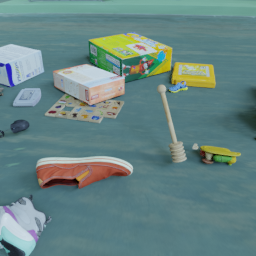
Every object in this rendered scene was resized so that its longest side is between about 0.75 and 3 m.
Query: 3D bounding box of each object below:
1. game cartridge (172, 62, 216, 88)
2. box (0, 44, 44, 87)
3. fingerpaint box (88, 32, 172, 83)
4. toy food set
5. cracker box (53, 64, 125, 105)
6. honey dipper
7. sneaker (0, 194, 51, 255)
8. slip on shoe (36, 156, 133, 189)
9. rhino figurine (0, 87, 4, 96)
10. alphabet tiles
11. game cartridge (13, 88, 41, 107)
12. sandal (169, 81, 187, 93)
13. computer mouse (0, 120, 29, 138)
[{"bbox_3d":[2.593,-2.131,11.113,1.617,0.298,1.835,6,32,9],"label":"game cartridge"},{"bbox_3d":[-4.619,-2.519,11.087,1.678,0.957,1.825,18,36,24],"label":"box"},{"bbox_3d":[0.031,-3.065,11.848,2.389,1.050,2.864,-20,39,-27],"label":"fingerpaint box"},{"bbox_3d":[2.090,0.680,6.755,1.139,0.372,0.670,9,10,10],"label":"toy food set"},{"bbox_3d":[-1.395,-1.594,9.831,1.498,0.645,2.237,-23,36,-37],"label":"cracker box"},{"bbox_3d":[0.972,-0.107,6.382,0.341,1.797,0.341,-14,7,2],"label":"honey dipper"},{"bbox_3d":[-2.204,1.581,5.119,1.656,0.644,1.159,19,35,11],"label":"sneaker"},{"bbox_3d":[-0.918,0.993,6.012,2.061,0.763,0.631,0,63,-8],"label":"slip on shoe"},{"bbox_3d":[-4.584,-1.211,9.669,0.465,0.318,1.064,-2,31,-4],"label":"rhino figurine"},{"bbox_3d":[-1.304,-0.724,9.134,2.173,0.082,1.816,8,33,12],"label":"alphabet tiles"},{"bbox_3d":[-3.366,-1.039,9.507,0.738,0.230,1.109,3,33,-3],"label":"game cartridge"},{"bbox_3d":[1.808,-1.501,10.104,0.769,0.335,0.305,-18,39,-23],"label":"sandal"},{"bbox_3d":[-3.154,0.040,7.427,1.089,0.319,0.185,-18,16,-1],"label":"computer mouse"}]
